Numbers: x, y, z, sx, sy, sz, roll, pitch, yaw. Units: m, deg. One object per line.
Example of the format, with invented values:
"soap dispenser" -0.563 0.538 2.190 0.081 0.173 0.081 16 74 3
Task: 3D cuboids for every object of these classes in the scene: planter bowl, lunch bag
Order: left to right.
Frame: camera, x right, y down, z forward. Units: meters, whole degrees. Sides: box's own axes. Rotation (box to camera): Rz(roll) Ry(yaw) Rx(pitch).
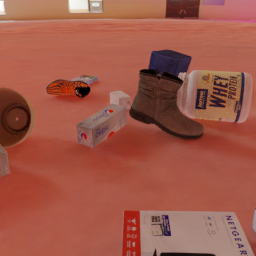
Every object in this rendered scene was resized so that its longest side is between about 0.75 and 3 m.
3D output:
"planter bowl" -3.770 -0.297 9.022 1.832 1.832 1.233 1 -1 3
"lunch bag" 2.039 -3.013 14.374 1.624 1.581 2.390 28 31 30

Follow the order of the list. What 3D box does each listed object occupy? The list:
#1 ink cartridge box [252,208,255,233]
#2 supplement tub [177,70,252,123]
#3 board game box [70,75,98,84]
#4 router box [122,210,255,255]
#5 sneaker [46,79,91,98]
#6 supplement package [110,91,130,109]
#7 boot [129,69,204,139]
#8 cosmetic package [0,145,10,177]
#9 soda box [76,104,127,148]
"ink cartridge box" 3.366 2.001 5.420 1.476 0.563 1.007 -5 27 -6
"supplement tub" 3.136 -1.209 10.462 2.536 1.838 1.838 6 27 14
"board game box" -2.353 -2.540 14.940 0.931 0.225 1.230 14 30 25
"router box" 0.980 2.416 4.542 2.202 0.599 2.454 0 26 0
"sneaker" -2.653 -1.788 12.820 2.000 0.776 1.121 -13 28 -25
"supplement package" -0.339 -1.170 11.818 0.548 0.555 0.915 -13 29 -24
"boot" 1.444 -0.791 9.149 2.728 1.782 0.924 20 31 2
"cosmetic package" -4.092 1.011 7.219 1.735 0.783 0.927 -18 35 -37
"soda box" -0.835 -0.128 9.548 0.658 0.708 2.075 15 30 27
